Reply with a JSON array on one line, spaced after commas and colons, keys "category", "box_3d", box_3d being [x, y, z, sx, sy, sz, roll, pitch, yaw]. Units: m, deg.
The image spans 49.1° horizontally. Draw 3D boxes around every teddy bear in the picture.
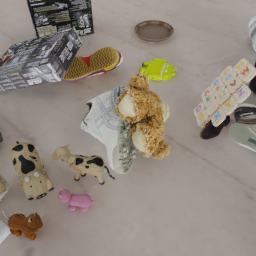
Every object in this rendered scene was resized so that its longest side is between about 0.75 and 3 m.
[{"category": "teddy bear", "box_3d": [0.507, -0.292, 6.730, 0.978, 2.929, 2.124, -25, 76, 11]}]

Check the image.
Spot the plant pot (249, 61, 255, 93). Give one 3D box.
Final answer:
[{"category": "plant pot", "box_3d": [5.469, -1.992, 8.377, 2.660, 2.999, 2.992, -34, 56, -14]}]

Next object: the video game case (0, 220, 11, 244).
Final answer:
[{"category": "video game case", "box_3d": [-4.171, 2.557, 5.776, 2.315, 0.292, 2.540, 24, 53, 20]}]

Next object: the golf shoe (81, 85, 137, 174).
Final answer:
[{"category": "golf shoe", "box_3d": [-0.575, 0.103, 7.664, 1.449, 1.167, 2.981, -13, 40, 7]}]

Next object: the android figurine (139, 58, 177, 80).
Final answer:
[{"category": "android figurine", "box_3d": [1.090, -2.087, 10.051, 1.289, 0.265, 1.174, 13, 49, 14]}]

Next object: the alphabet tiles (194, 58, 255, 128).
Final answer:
[{"category": "alphabet tiles", "box_3d": [2.630, -0.969, 7.819, 0.152, 2.086, 2.040, 32, 29, -14]}]

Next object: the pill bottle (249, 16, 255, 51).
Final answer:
[{"category": "pill bottle", "box_3d": [5.335, -3.753, 11.112, 0.933, 0.933, 1.650, 6, 48, 5]}]

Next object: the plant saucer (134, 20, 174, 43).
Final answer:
[{"category": "plant saucer", "box_3d": [1.088, -4.056, 11.847, 1.677, 0.269, 1.677, 1, 47, -1]}]

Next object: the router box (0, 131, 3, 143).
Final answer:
[{"category": "router box", "box_3d": [-4.676, 0.297, 7.356, 1.595, 0.530, 2.029, 41, 58, 9]}]

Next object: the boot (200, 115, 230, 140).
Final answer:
[{"category": "boot", "box_3d": [2.321, -0.001, 7.905, 1.170, 0.567, 0.437, -31, 98, -25]}]

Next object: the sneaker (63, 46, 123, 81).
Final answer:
[{"category": "sneaker", "box_3d": [-1.305, -2.133, 9.786, 2.380, 1.072, 0.892, -8, 89, 18]}]

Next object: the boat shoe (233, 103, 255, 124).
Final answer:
[{"category": "boat shoe", "box_3d": [3.997, -0.350, 8.185, 1.754, 0.648, 0.529, 6, 50, 4]}]

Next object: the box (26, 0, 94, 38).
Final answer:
[{"category": "box", "box_3d": [-2.701, -4.695, 11.279, 2.394, 1.960, 1.031, -16, 49, -14]}]

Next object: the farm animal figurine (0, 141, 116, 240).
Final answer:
[{"category": "farm animal figurine", "box_3d": [-1.948, 1.084, 6.427, 2.446, 1.290, 2.474, 33, 56, 27]}]

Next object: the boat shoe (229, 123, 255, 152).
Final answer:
[{"category": "boat shoe", "box_3d": [3.395, 0.370, 7.605, 0.551, 0.540, 1.548, 28, 11, -32]}]

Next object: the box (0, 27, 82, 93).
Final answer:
[{"category": "box", "box_3d": [-3.111, -2.238, 9.288, 2.750, 0.684, 2.169, -7, 44, 22]}]
